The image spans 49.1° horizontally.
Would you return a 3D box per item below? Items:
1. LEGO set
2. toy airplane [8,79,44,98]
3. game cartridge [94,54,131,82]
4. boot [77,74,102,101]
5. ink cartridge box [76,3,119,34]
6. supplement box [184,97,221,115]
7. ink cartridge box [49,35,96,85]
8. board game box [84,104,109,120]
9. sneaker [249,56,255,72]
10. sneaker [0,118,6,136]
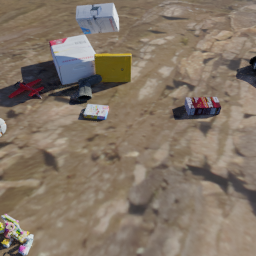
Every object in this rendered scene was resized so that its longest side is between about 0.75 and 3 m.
[{"bbox_3d":[-3.428,2.708,7.304,1.917,0.713,0.882,4,44,4],"label":"LEGO set"},{"bbox_3d":[-4.359,-1.721,12.242,1.711,0.315,1.711,-1,45,1],"label":"toy airplane"},{"bbox_3d":[-0.651,-2.656,12.420,1.606,1.416,0.261,1,48,0],"label":"game cartridge"},{"bbox_3d":[-1.658,-1.749,12.157,1.196,0.477,1.315,-17,37,3],"label":"boot"},{"bbox_3d":[-1.246,-4.543,11.713,1.565,1.146,0.672,-2,77,8],"label":"ink cartridge box"},{"bbox_3d":[3.010,-0.895,11.316,1.299,0.395,0.707,-2,44,-4],"label":"supplement box"},{"bbox_3d":[-2.571,-3.298,13.332,1.863,1.081,2.524,-14,47,-14],"label":"ink cartridge box"},{"bbox_3d":[-1.263,-0.655,11.219,0.881,0.178,0.674,6,44,6],"label":"board game box"},{"bbox_3d":[6.424,-2.809,13.094,0.988,0.715,2.022,-9,42,-10],"label":"sneaker"},{"bbox_3d":[-5.481,0.400,9.711,2.427,0.950,0.937,-34,34,-30],"label":"sneaker"}]
